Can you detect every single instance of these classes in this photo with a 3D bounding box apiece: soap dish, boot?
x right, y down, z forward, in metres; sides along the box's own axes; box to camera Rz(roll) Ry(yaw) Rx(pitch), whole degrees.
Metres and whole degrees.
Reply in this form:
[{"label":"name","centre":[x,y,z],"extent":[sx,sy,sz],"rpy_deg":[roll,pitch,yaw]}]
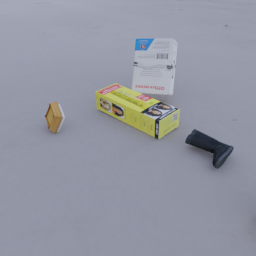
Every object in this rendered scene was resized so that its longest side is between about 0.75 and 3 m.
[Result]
[{"label":"soap dish","centre":[-2.231,-0.336,8.466],"extent":[0.331,0.640,0.814],"rpy_deg":[10,34,-35]},{"label":"boot","centre":[2.014,0.517,7.305],"extent":[1.156,0.380,0.953],"rpy_deg":[29,38,28]}]

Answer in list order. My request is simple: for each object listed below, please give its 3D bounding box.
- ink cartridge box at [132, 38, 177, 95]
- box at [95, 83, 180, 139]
[{"label":"ink cartridge box","centre":[0.962,-2.184,10.121],"extent":[1.397,1.914,0.807],"rpy_deg":[7,7,19]},{"label":"box","centre":[0.236,-0.624,9.029],"extent":[1.052,0.701,2.796],"rpy_deg":[-29,41,-36]}]
